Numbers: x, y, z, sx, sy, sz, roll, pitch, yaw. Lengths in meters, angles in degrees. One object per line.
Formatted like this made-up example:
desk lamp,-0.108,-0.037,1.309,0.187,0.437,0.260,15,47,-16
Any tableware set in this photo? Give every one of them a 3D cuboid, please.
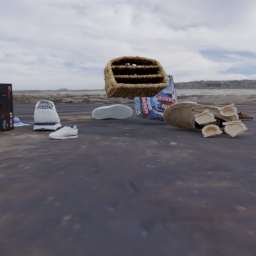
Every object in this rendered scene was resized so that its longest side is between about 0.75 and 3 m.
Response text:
tableware set,2.913,-0.201,8.940,1.358,0.189,1.626,-14,36,8

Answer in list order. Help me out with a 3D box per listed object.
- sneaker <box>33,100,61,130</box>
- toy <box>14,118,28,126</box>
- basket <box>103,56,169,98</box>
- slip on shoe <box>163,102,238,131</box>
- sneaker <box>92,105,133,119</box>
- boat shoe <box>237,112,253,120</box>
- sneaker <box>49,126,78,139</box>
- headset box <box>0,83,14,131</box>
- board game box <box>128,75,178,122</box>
sneaker,-3.246,-0.557,11.282,1.062,1.119,2.781,-4,5,-16
toy,-5.147,-0.297,12.462,1.397,0.330,0.804,3,8,28
basket,0.247,-1.888,9.742,2.014,1.437,1.500,-3,-8,-14
slip on shoe,2.470,-0.327,10.137,2.788,1.060,0.845,11,22,31
sneaker,-0.923,-0.953,16.096,2.313,0.855,0.948,-1,11,-10
boat shoe,6.029,-0.629,14.981,1.309,0.460,0.461,2,4,3
sneaker,-1.928,0.135,8.353,0.875,0.352,0.334,-6,10,-35
headset box,-5.276,-0.712,9.687,0.905,1.743,2.342,4,7,38
board game box,0.964,-1.483,13.327,2.766,2.768,0.854,8,-34,-20
